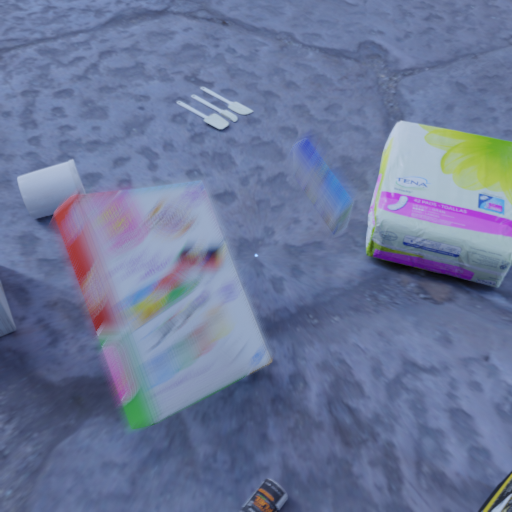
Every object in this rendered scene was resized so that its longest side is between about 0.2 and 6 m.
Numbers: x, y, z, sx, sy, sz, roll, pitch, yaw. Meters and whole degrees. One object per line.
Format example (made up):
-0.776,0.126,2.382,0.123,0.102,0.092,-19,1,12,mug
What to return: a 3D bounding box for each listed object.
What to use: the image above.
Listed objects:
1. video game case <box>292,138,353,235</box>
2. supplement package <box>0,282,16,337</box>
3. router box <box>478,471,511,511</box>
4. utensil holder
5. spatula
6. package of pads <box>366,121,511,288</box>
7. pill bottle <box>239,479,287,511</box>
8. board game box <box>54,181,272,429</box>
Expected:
1.029,-1.072,8.855,0.291,1.159,1.279,-31,75,-5,video game case
-5.260,0.598,9.160,1.872,1.377,1.790,-22,53,-18,supplement package
2.233,3.499,5.414,4.125,3.243,1.077,-37,58,-27,router box
-4.023,-1.307,11.127,1.116,0.948,0.948,-18,52,-12,utensil holder
-1.076,-3.639,13.676,1.688,0.136,1.174,34,58,26,spatula
3.570,-1.138,10.846,2.564,1.132,3.319,14,50,10,package of pads
0.046,3.368,7.422,0.394,0.394,0.742,32,57,25,pill bottle
-1.233,0.526,8.040,2.354,0.620,3.076,-15,82,-48,board game box
